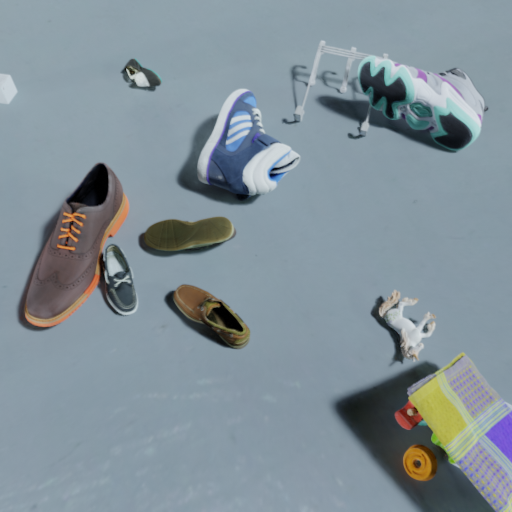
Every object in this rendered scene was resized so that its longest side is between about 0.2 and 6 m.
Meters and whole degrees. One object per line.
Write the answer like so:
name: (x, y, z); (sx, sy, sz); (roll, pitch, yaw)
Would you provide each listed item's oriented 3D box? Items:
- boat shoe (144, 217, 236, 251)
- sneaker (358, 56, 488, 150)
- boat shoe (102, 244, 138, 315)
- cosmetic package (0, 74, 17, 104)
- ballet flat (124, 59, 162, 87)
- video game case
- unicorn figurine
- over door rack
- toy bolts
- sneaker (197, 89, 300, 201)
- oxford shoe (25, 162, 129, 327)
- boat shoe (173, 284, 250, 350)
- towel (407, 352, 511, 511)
boat shoe: (-1.361, -0.399, 11.763); (1.972, 0.648, 0.705); (-6, 72, 16)
sneaker: (4.313, -4.251, 14.165); (3.346, 1.300, 2.340); (37, 55, 2)
boat shoe: (-2.747, 0.449, 11.165); (0.593, 0.473, 1.569); (-14, 55, -27)
cosmetic package: (-6.811, -4.417, 14.770); (0.665, 0.553, 0.557); (9, 54, 8)
ballet flat: (-3.119, -4.876, 15.196); (0.510, 0.507, 1.491); (-38, 52, -14)
video game case: (4.178, 3.194, 9.384); (1.610, 0.177, 1.468); (27, 58, 19)
unicorn figurine: (2.901, 1.361, 10.591); (0.996, 0.536, 1.451); (-37, 47, -13)
over door rack: (2.212, -4.289, 14.599); (1.907, 0.860, 2.582); (15, 69, 10)
toy bolts: (2.934, 2.977, 9.331); (0.879, 1.211, 1.268); (9, 36, -46)
sneaker: (0.109, -2.585, 12.928); (2.137, 1.176, 2.918); (13, 58, 17)
oxford shoe: (-3.726, -0.336, 11.266); (1.309, 1.334, 3.677); (9, 54, 6)
boat shoe: (-0.837, 1.024, 10.637); (1.804, 0.613, 0.649); (31, 65, 17)
towel: (3.694, 2.878, 8.699); (1.998, 0.317, 2.782); (-9, 55, -43)
